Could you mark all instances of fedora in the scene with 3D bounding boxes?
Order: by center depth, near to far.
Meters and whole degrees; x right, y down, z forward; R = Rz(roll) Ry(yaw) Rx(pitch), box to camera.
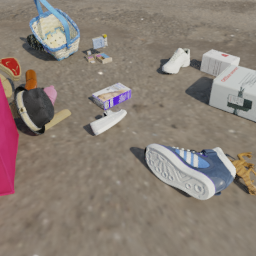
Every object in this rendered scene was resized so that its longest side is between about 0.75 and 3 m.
[{"bbox_3d":[-2.520,-0.591,7.859,0.678,1.485,1.485,-23,38,8],"label":"fedora"}]

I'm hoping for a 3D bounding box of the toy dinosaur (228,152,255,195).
[{"bbox_3d":[2.685,0.920,7.024,0.908,0.516,1.709,-21,43,-23],"label":"toy dinosaur"}]

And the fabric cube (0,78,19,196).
[{"bbox_3d":[-4.056,0.136,6.503,2.355,2.392,2.400,-9,39,-12],"label":"fabric cube"}]

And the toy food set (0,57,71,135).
[{"bbox_3d":[-3.289,-1.123,8.911,2.943,0.464,1.871,48,54,5],"label":"toy food set"}]

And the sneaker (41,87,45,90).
[{"bbox_3d":[-3.064,-0.878,9.323,0.443,0.493,1.264,7,38,8],"label":"sneaker"}]

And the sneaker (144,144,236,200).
[{"bbox_3d":[1.603,0.841,6.969,1.513,0.832,2.066,-23,39,-38],"label":"sneaker"}]

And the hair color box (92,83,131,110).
[{"bbox_3d":[-0.552,-1.115,9.721,1.209,0.392,0.661,-30,48,-30],"label":"hair color box"}]

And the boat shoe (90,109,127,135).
[{"bbox_3d":[-0.594,-0.289,8.426,1.378,0.472,0.496,-37,9,-34],"label":"boat shoe"}]

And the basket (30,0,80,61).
[{"bbox_3d":[-3.020,-4.107,11.610,1.687,2.426,2.139,-35,72,-20],"label":"basket"}]

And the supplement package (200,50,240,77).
[{"bbox_3d":[3.683,-2.555,11.265,1.240,0.743,0.752,30,47,33],"label":"supplement package"}]

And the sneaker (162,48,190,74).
[{"bbox_3d":[1.973,-2.828,11.519,0.669,0.853,1.716,26,45,29],"label":"sneaker"}]

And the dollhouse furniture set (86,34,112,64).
[{"bbox_3d":[-1.239,-3.398,12.076,1.012,1.072,0.700,-24,43,-27],"label":"dollhouse furniture set"}]

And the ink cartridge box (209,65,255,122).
[{"bbox_3d":[4.111,-1.117,9.237,2.320,0.964,1.701,26,45,29],"label":"ink cartridge box"}]

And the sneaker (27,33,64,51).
[{"bbox_3d":[-3.730,-4.216,13.459,2.128,0.836,0.949,-3,30,-17],"label":"sneaker"}]
